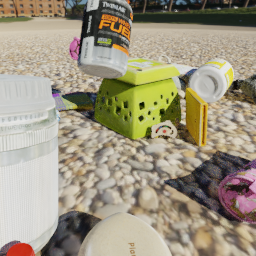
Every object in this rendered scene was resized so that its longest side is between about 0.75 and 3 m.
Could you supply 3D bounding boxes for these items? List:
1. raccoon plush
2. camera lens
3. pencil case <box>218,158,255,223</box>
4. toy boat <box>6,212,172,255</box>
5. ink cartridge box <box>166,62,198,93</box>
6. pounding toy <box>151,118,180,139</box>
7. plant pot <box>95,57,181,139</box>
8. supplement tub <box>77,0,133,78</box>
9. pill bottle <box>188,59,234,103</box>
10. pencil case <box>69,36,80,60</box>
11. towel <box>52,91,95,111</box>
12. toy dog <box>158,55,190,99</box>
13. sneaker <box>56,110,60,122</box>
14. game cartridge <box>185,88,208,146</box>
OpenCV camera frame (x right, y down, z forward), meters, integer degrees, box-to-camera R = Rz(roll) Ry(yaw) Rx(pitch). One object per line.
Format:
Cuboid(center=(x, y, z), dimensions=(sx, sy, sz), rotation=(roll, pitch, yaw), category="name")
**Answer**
Cuboid(center=(5.486, -1.621, 12.960), dimensions=(2.293, 1.109, 1.537), rotation=(-16, 21, 50), category="raccoon plush")
Cuboid(center=(-2.393, 0.632, 4.712), dimensions=(2.380, 2.975, 2.380), rotation=(3, 12, -1), category="camera lens")
Cuboid(center=(3.191, 1.066, 6.300), dimensions=(2.683, 1.111, 1.161), rotation=(-20, 24, -39), category="pencil case")
Cuboid(center=(-0.528, 2.196, 4.097), dimensions=(2.485, 1.155, 2.089), rotation=(5, 28, -8), category="toy boat")
Cuboid(center=(2.495, -2.667, 14.658), dimensions=(2.377, 0.992, 1.726), rotation=(20, 31, 37), category="ink cartridge box")
Cuboid(center=(1.252, 0.103, 9.262), dimensions=(1.062, 0.607, 0.609), rotation=(-18, -5, -1), category="pounding toy")
Cuboid(center=(0.361, -1.251, 10.095), dimensions=(2.439, 2.225, 2.451), rotation=(-18, 31, -36), category="plant pot")
Cuboid(center=(-0.497, -2.137, 6.324), dimensions=(1.125, 1.836, 1.125), rotation=(5, -5, 0), category="supplement tub")
Cuboid(center=(4.031, -2.345, 13.156), dimensions=(1.645, 1.645, 2.955), rotation=(13, 28, 26), category="pill bottle")
Cuboid(center=(-1.332, -2.827, 10.054), dimensions=(0.750, 0.775, 1.654), rotation=(-7, 7, 32), category="pencil case")
Cuboid(center=(-2.910, -1.079, 12.031), dimensions=(2.759, 0.314, 1.981), rotation=(-10, 27, -19), category="towel")
Cuboid(center=(1.869, -2.187, 13.252), dimensions=(1.498, 1.094, 2.272), rotation=(-41, 77, -10), category="toy dog")
Cuboid(center=(-2.741, -0.423, 10.618), dimensions=(0.372, 0.369, 1.027), rotation=(32, 10, -17), category="sneaker")
Cuboid(center=(2.203, -0.404, 9.149), dimensions=(0.266, 1.445, 1.639), rotation=(-5, 25, -1), category="game cartridge")
